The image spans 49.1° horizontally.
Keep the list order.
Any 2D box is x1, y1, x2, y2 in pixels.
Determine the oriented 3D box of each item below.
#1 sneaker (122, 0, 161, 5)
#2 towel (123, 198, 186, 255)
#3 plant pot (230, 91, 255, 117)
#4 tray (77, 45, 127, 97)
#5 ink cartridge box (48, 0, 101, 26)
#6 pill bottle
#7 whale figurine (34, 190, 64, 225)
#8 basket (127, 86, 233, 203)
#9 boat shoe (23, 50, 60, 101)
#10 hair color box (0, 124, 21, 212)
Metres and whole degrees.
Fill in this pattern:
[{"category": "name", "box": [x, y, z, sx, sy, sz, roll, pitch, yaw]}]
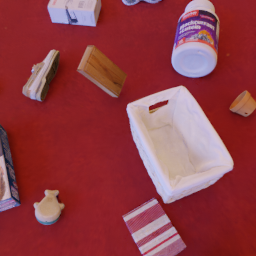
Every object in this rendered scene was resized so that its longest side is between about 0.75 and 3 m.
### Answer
[{"category": "sneaker", "box": [0.677, -5.902, 11.988, 1.959, 0.763, 0.973, -5, 57, -4]}, {"category": "towel", "box": [0.664, 2.721, 7.331, 1.074, 0.170, 1.492, -27, 62, -12]}, {"category": "plant pot", "box": [3.759, -0.737, 9.026, 0.546, 0.780, 0.780, 38, 66, 2]}, {"category": "tray", "box": [-0.736, -1.694, 8.604, 0.314, 1.694, 0.836, 13, 78, 39]}, {"category": "ink cartridge box", "box": [-2.127, -4.947, 11.390, 1.852, 0.780, 1.339, 7, 60, 4]}, {"category": "pill bottle", "box": [2.464, -3.293, 10.016, 1.501, 1.501, 2.694, 10, 61, 6]}, {"category": "whale figurine", "box": [-2.117, 2.136, 7.540, 0.798, 0.520, 1.003, 3, 36, -9]}, {"category": "basket", "box": [1.262, 0.517, 7.726, 1.835, 1.670, 2.708, -19, 61, -10]}, {"category": "boat shoe", "box": [-2.959, -1.921, 9.653, 0.706, 0.772, 2.065, 15, 62, 2]}, {"category": "hair color box", "box": [-3.990, 1.120, 7.897, 1.273, 0.770, 2.546, -19, 62, -11]}]
